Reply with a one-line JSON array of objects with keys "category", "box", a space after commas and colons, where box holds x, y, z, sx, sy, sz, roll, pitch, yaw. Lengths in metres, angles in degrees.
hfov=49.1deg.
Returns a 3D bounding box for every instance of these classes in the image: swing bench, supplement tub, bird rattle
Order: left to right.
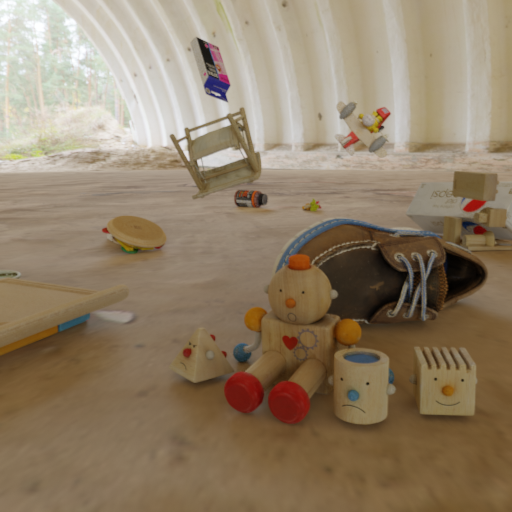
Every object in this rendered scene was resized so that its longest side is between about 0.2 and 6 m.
[{"category": "swing bench", "box": [-0.636, -1.725, 9.538, 1.196, 1.202, 0.780, -14, 17, 22]}, {"category": "supplement tub", "box": [-0.155, -1.841, 18.084, 1.039, 0.556, 0.556, 6, 12, 28]}, {"category": "bird rattle", "box": [1.677, -1.550, 17.195, 0.569, 0.393, 0.698, -15, 5, 11]}]

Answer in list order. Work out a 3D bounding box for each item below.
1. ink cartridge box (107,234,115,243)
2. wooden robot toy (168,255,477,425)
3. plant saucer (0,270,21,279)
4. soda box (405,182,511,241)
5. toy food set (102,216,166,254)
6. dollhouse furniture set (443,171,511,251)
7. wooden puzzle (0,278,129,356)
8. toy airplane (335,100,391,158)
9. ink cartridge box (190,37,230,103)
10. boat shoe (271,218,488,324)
[{"category": "ink cartridge box", "box": [-2.688, -0.470, 11.542, 0.581, 0.339, 0.804, -6, 12, -29]}, {"category": "wooden robot toy", "box": [0.392, 0.560, 4.235, 2.405, 1.091, 1.059, 5, 11, 24]}, {"category": "plant saucer", "box": [-3.607, 0.369, 7.546, 0.827, 0.208, 0.827, -1, 11, 0]}, {"category": "soda box", "box": [4.361, -0.945, 11.478, 0.822, 0.879, 2.581, 34, -10, -26]}, {"category": "toy food set", "box": [-2.291, -0.427, 10.625, 1.169, 0.287, 1.181, -4, 34, -44]}, {"category": "dollhouse furniture set", "box": [4.445, -0.854, 10.608, 1.183, 1.452, 1.380, -1, 11, -9]}, {"category": "wooden puzzle", "box": [-2.771, 0.643, 5.822, 2.206, 0.411, 2.041, 0, 10, 26]}, {"category": "toy airplane", "box": [1.755, -2.115, 9.266, 0.928, 0.924, 0.655, 9, -14, 0]}, {"category": "ink cartridge box", "box": [-0.901, -3.799, 11.434, 0.249, 1.342, 0.636, -30, -24, 37]}, {"category": "boat shoe", "box": [1.518, 0.167, 6.162, 3.177, 1.148, 1.150, -11, 17, -43]}]
